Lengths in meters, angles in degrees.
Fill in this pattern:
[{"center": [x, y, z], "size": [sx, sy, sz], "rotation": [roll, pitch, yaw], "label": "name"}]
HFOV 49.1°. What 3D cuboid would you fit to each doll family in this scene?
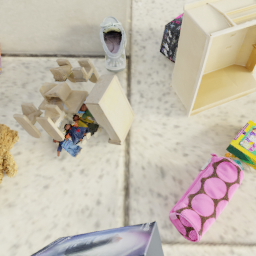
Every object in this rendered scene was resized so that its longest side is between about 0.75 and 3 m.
[{"center": [-1.405, 0.056, 7.841], "size": [1.011, 0.686, 1.749], "rotation": [30, 63, 19], "label": "doll family"}]

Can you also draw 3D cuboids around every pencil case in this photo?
[{"center": [1.845, 1.617, 6.724], "size": [0.985, 0.954, 2.102], "rotation": [49, 63, -10], "label": "pencil case"}]

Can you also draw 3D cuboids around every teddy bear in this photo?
[{"center": [-3.625, 0.940, 7.373], "size": [1.554, 0.716, 2.144], "rotation": [-9, 65, 3], "label": "teddy bear"}]

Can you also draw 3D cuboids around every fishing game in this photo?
[{"center": [-1.424, -0.783, 8.696], "size": [1.057, 0.164, 0.757], "rotation": [20, 62, 12], "label": "fishing game"}]

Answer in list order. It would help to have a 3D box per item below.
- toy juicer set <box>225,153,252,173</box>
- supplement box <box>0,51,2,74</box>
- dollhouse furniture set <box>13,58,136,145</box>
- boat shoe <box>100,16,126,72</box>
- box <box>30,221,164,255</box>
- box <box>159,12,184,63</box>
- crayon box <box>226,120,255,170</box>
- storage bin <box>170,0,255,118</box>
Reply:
[{"center": [2.950, 0.934, 7.597], "size": [0.791, 0.215, 0.503], "rotation": [21, 40, 5], "label": "toy juicer set"}, {"center": [-4.961, -2.771, 9.317], "size": [0.990, 1.256, 1.919], "rotation": [-14, 58, -7], "label": "supplement box"}, {"center": [-1.340, -0.594, 8.094], "size": [2.590, 1.685, 2.379], "rotation": [6, 54, 29], "label": "dollhouse furniture set"}, {"center": [-0.514, -3.105, 9.772], "size": [0.948, 0.825, 2.571], "rotation": [-2, 57, -2], "label": "boat shoe"}, {"center": [-0.317, 1.638, 3.009], "size": [1.399, 1.410, 0.869], "rotation": [-11, 81, 8], "label": "box"}, {"center": [2.138, -3.174, 9.581], "size": [1.852, 1.224, 1.063], "rotation": [-39, 69, -22], "label": "box"}, {"center": [3.482, 0.475, 7.704], "size": [1.047, 0.354, 1.214], "rotation": [38, 58, 20], "label": "crayon box"}, {"center": [2.875, -2.111, 7.902], "size": [2.929, 2.950, 1.382], "rotation": [-19, 57, -12], "label": "storage bin"}]
